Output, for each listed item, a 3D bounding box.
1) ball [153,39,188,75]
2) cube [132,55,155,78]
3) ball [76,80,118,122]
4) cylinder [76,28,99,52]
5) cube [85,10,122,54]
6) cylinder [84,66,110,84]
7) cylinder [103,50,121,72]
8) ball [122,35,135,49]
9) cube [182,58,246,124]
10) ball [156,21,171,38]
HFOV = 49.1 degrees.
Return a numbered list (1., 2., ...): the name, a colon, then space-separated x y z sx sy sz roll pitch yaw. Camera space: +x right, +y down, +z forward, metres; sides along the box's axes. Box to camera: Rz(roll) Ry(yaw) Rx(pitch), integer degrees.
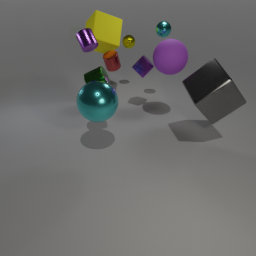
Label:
1. ball: 1.694 -2.834 11.200 1.400 1.400 1.400 0 29 0
2. cube: 0.700 -2.788 12.650 0.700 0.700 0.700 44 20 -6
3. ball: -1.019 -0.885 9.377 1.400 1.400 1.400 0 29 0
4. cylinder: -1.639 -3.526 11.277 0.700 0.700 0.700 -25 -4 -2
5. cube: -1.249 -4.582 13.617 1.400 1.400 1.400 10 -8 -26
6. cylinder: -1.107 -1.748 9.973 0.700 0.700 0.700 -22 26 13
7. cylinder: -0.736 -3.073 12.856 0.700 0.700 0.700 -8 48 9
8. ball: 0.043 -4.532 14.726 0.700 0.700 0.700 0 29 0
9. cube: 3.022 -1.284 9.915 1.400 1.400 1.400 -36 41 20
10. ball: 1.583 -4.401 12.486 0.700 0.700 0.700 0 29 0
